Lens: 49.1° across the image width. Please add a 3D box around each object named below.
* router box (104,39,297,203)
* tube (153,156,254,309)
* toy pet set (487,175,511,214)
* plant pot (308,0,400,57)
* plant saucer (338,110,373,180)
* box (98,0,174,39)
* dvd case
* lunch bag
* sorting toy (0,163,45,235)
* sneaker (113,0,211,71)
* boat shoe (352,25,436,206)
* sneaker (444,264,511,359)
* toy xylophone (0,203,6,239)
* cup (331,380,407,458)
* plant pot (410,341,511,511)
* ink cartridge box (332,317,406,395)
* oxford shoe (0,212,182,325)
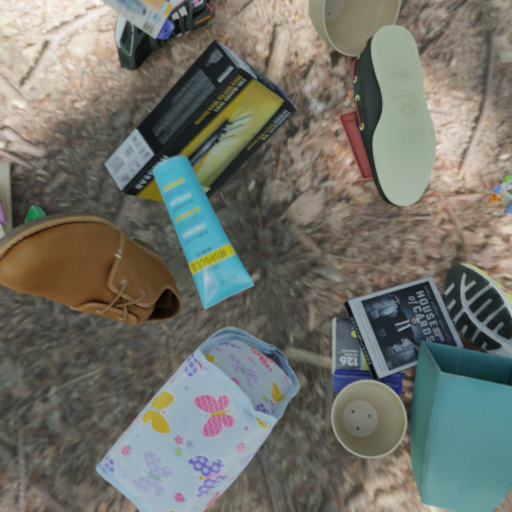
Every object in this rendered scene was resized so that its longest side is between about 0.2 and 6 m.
[{"bbox_3d":[-0.748,-1.742,8.135,2.345,1.844,0.612,-42,69,20],"label":"router box"},{"bbox_3d":[-0.751,-0.337,7.346,0.753,0.490,1.945,-27,85,20],"label":"tube"},{"bbox_3d":[4.657,-1.119,9.938,1.084,1.012,0.576,-43,69,-12],"label":"toy pet set"},{"bbox_3d":[1.703,-4.915,10.872,1.798,1.798,1.207,-36,41,-10],"label":"plant pot"},{"bbox_3d":[2.440,-2.190,10.648,1.443,0.265,1.441,-16,74,-5],"label":"plant saucer"},{"bbox_3d":[-1.889,-3.967,8.806,1.340,0.798,0.278,28,76,-19],"label":"box"},{"bbox_3d":[2.478,1.173,9.370,1.799,0.222,1.352,-14,74,-23],"label":"dvd case"},{"bbox_3d":[-0.518,1.810,6.337,1.323,2.081,1.764,42,100,12],"label":"lunch bag"},{"bbox_3d":[-4.983,-0.764,10.133,2.818,0.415,2.083,-7,73,-2],"label":"sorting toy"},{"bbox_3d":[-1.587,-4.845,10.973,1.313,1.222,3.041,28,76,7],"label":"sneaker"},{"bbox_3d":[2.474,-2.462,10.293,1.211,1.037,3.310,-1,80,-16],"label":"boat shoe"},{"bbox_3d":[4.299,1.142,9.355,1.211,1.048,2.681,-21,63,-42],"label":"sneaker"},{"bbox_3d":[-5.654,-0.640,9.625,2.633,0.662,1.928,-28,80,-7],"label":"toy xylophone"},{"bbox_3d":[1.713,2.589,8.908,1.152,0.824,1.152,0,73,-1],"label":"cup"},{"bbox_3d":[3.095,2.626,8.392,1.506,1.505,2.131,12,99,5],"label":"plant pot"},{"bbox_3d":[1.902,1.678,9.461,1.214,0.289,1.229,3,70,-2],"label":"ink cartridge box"},{"bbox_3d":[-1.800,0.282,6.797,1.128,3.162,1.127,-47,69,10],"label":"oxford shoe"}]
